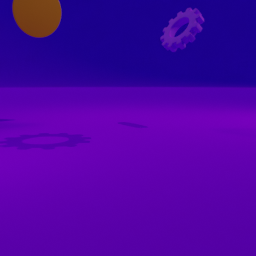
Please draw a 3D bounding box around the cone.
[{"bbox_3d":[-3.080,-3.662,8.664,1.478,1.478,1.484,-8,26,-40],"label":"cone"}]

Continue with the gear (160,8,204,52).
[{"bbox_3d":[1.456,-2.677,7.644,0.231,1.250,1.250,32,-12,-36],"label":"gear"}]
